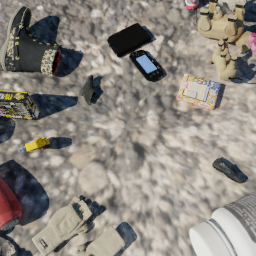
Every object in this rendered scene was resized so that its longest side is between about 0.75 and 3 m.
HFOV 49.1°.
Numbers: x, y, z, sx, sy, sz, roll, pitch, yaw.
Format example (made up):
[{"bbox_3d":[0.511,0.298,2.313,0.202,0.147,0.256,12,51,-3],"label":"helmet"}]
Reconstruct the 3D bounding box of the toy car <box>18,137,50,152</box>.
[{"bbox_3d":[-3.517,0.025,6.988,2.794,0.930,1.371,-5,93,1],"label":"toy car"}]

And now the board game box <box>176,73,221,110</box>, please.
[{"bbox_3d":[2.021,-1.053,8.052,1.073,0.249,0.813,19,68,8],"label":"board game box"}]

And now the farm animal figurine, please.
[{"bbox_3d":[3.081,-2.720,8.247,2.780,1.450,2.749,-40,59,-9],"label":"farm animal figurine"}]

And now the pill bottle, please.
[{"bbox_3d":[2.740,2.188,5.979,2.570,1.453,1.453,-21,68,-9],"label":"pill bottle"}]

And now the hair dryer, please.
[{"bbox_3d":[-3.464,1.988,6.223,2.045,0.730,2.685,13,55,-14],"label":"hair dryer"}]

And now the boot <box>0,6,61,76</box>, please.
[{"bbox_3d":[-2.784,-2.582,8.448,1.651,0.789,2.186,10,73,2],"label":"boot"}]

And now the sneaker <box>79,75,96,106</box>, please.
[{"bbox_3d":[-1.082,-1.103,8.084,0.451,0.260,0.865,24,74,10],"label":"sneaker"}]

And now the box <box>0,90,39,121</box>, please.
[{"bbox_3d":[-3.162,-0.602,7.428,1.304,1.041,0.322,4,67,3],"label":"box"}]

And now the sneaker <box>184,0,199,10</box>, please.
[{"bbox_3d":[2.226,-4.789,9.507,0.630,0.584,1.563,1,66,0],"label":"sneaker"}]

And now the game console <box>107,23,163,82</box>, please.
[{"bbox_3d":[0.362,-2.295,8.598,1.228,0.251,2.081,-31,70,-13],"label":"game console"}]

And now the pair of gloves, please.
[{"bbox_3d":[-1.111,2.614,6.427,1.741,0.305,1.480,38,74,15],"label":"pair of gloves"}]

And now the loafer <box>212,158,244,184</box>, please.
[{"bbox_3d":[2.559,1.081,7.093,0.861,0.292,0.302,36,80,18],"label":"loafer"}]
